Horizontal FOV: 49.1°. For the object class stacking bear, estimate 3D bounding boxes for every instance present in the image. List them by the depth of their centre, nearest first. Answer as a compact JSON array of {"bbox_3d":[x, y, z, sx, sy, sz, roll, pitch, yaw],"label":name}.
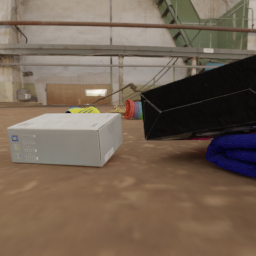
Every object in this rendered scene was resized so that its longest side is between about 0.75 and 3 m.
[{"bbox_3d":[0.584,-0.629,10.528,1.241,0.754,0.706,5,8,-18],"label":"stacking bear"}]

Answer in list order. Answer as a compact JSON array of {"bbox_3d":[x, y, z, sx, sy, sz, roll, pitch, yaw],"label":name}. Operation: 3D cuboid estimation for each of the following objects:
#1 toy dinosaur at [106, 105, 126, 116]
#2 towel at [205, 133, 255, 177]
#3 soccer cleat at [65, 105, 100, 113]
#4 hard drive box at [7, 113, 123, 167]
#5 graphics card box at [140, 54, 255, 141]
[{"bbox_3d":[-0.407,-0.630,11.064,1.787,0.520,0.904,-2,7,-17],"label":"toy dinosaur"},{"bbox_3d":[1.876,0.244,2.626,1.865,0.462,1.377,-2,-2,-20],"label":"towel"},{"bbox_3d":[-1.638,-0.454,10.088,1.635,0.529,0.684,10,40,39],"label":"soccer cleat"},{"bbox_3d":[-0.693,0.098,3.328,1.078,0.414,0.840,0,15,15],"label":"hard drive box"},{"bbox_3d":[1.571,-0.224,3.600,1.592,0.645,2.537,-11,-10,43],"label":"graphics card box"}]
